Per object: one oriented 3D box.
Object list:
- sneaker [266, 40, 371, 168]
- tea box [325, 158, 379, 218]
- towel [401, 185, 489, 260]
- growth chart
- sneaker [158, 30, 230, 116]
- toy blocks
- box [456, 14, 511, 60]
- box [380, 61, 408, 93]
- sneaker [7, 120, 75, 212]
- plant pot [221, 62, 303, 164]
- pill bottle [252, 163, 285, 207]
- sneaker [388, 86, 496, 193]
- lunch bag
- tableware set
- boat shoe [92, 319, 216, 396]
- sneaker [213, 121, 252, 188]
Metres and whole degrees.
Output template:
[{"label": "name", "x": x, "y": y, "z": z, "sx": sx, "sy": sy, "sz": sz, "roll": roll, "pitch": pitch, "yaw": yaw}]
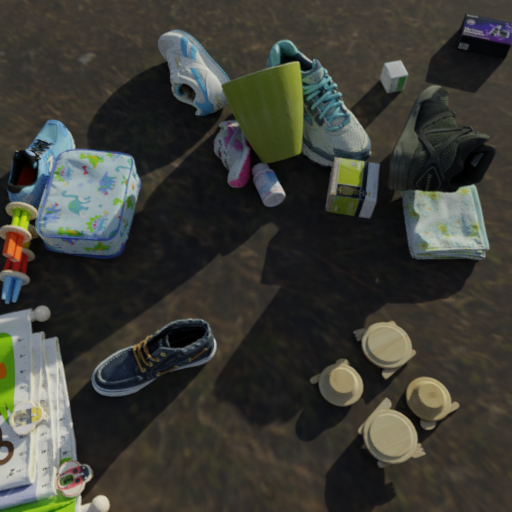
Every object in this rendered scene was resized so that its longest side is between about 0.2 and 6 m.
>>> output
[{"label": "sneaker", "x": 1.180, "y": -3.197, "z": 11.742, "sx": 1.283, "sy": 1.427, "sz": 3.306, "roll": -32, "pitch": 66, "yaw": -16}, {"label": "tea box", "x": 1.920, "y": -1.360, "z": 11.191, "sx": 0.928, "sy": 0.631, "sz": 0.944, "roll": 11, "pitch": 62, "yaw": 3}, {"label": "towel", "x": 3.669, "y": -0.694, "z": 10.966, "sx": 1.452, "sy": 0.408, "sz": 1.696, "roll": 0, "pitch": 61, "yaw": -1}, {"label": "growth chart", "x": -4.339, "y": 2.736, "z": 9.144, "sx": 2.964, "sy": 0.363, "sz": 4.096, "roll": -21, "pitch": 63, "yaw": -10}, {"label": "sneaker", "x": -1.568, "y": -4.143, "z": 12.554, "sx": 1.001, "sy": 0.948, "sz": 2.478, "roll": -34, "pitch": 65, "yaw": -16}, {"label": "toy blocks", "x": -4.352, "y": -0.014, "z": 10.114, "sx": 0.550, "sy": 1.263, "sz": 1.515, "roll": 7, "pitch": 60, "yaw": -13}, {"label": "box", "x": 5.498, "y": -5.272, "z": 13.443, "sx": 1.175, "sy": 0.463, "sz": 0.829, "roll": 15, "pitch": 60, "yaw": 8}, {"label": "box", "x": 3.137, "y": -4.077, "z": 12.764, "sx": 0.417, "sy": 0.485, "sz": 0.487, "roll": -12, "pitch": 62, "yaw": -6}, {"label": "sneaker", "x": -4.339, "y": -1.902, "z": 11.278, "sx": 0.877, "sy": 1.006, "sz": 2.237, "roll": 8, "pitch": 62, "yaw": 4}, {"label": "plant pot", "x": 0.304, "y": -2.758, "z": 11.104, "sx": 1.584, "sy": 1.584, "sz": 1.693, "roll": -19, "pitch": 103, "yaw": -10}, {"label": "pill bottle", "x": 0.224, "y": -1.451, "z": 11.345, "sx": 0.465, "sy": 0.465, "sz": 0.855, "roll": -18, "pitch": 62, "yaw": -9}, {"label": "sneaker", "x": 3.743, "y": -2.244, "z": 10.963, "sx": 1.757, "sy": 1.172, "sz": 3.067, "roll": 13, "pitch": 45, "yaw": 18}, {"label": "lunch bag", "x": -3.254, "y": -1.046, "z": 10.883, "sx": 1.716, "sy": 0.880, "sz": 2.134, "roll": 4, "pitch": 62, "yaw": 0}, {"label": "tableware set", "x": 2.193, "y": 2.258, "z": 9.429, "sx": 1.908, "sy": 0.265, "sz": 2.284, "roll": -29, "pitch": 62, "yaw": -20}, {"label": "boat shoe", "x": -1.754, "y": 1.628, "z": 9.360, "sx": 2.183, "sy": 0.991, "sz": 0.772, "roll": -19, "pitch": 63, "yaw": -10}, {"label": "sneaker", "x": -0.503, "y": -2.128, "z": 11.622, "sx": 0.789, "sy": 0.728, "sz": 1.788, "roll": 2, "pitch": 53, "yaw": 2}]
